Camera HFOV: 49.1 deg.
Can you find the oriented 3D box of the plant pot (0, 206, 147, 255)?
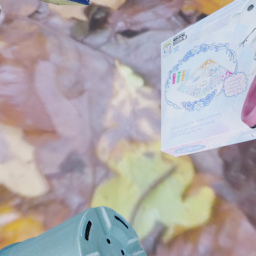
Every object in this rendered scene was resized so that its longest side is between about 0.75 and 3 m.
[{"bbox_3d":[-0.734,1.959,3.603,1.684,1.719,1.719,-38,65,21],"label":"plant pot"}]

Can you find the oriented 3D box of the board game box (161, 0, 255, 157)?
[{"bbox_3d":[1.833,-1.028,5.347,0.590,2.718,2.705,25,59,-39],"label":"board game box"}]

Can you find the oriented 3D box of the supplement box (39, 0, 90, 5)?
[{"bbox_3d":[-1.511,-3.082,5.995,1.025,1.026,0.689,16,107,32],"label":"supplement box"}]

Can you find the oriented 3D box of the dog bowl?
[{"bbox_3d":[1.679,-0.448,3.123,0.438,1.187,1.187,22,66,10],"label":"dog bowl"}]
